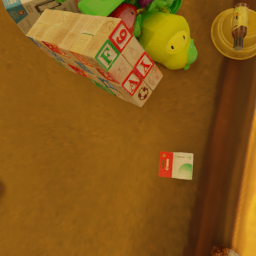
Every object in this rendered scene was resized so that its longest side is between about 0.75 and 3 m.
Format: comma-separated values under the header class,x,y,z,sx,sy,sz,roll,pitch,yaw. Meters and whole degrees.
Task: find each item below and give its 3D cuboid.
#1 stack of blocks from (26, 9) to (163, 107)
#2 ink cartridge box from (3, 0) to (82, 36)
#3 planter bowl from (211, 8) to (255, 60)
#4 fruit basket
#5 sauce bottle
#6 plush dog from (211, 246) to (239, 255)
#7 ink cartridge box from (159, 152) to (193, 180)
class,x,y,z,sx,sy,sz,roll,pitch,yaw
stack of blocks,-0.765,-1.511,5.762,2.676,1.541,0.784,29,82,42
ink cartridge box,-2.449,-3.946,8.022,2.040,1.497,1.490,-21,82,-2
planter bowl,3.390,-2.955,8.288,1.689,0.703,1.689,0,82,1
fruit basket,0.611,-2.920,7.682,3.179,2.293,3.179,-5,69,12
sauce bottle,2.548,-2.298,6.391,0.343,0.343,1.060,7,79,1
plush dog,2.424,3.855,7.172,1.738,1.394,1.493,46,68,-22
ink cartridge box,1.361,1.051,7.938,0.918,0.230,0.739,5,81,-1
